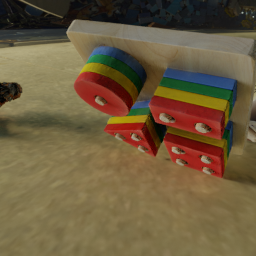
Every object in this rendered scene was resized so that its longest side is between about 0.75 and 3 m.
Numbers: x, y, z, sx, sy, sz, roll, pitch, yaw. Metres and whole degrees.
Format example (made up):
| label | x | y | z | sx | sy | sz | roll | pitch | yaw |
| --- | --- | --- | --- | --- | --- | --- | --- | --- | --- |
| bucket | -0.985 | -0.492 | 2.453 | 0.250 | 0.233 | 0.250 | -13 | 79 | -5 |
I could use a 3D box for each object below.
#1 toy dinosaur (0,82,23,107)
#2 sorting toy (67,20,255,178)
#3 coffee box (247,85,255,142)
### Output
| label | x | y | z | sx | sy | sz | roll | pitch | yaw |
| --- | --- | --- | --- | --- | --- | --- | --- | --- | --- |
| toy dinosaur | -4.426 | -0.655 | 7.754 | 2.807 | 1.434 | 1.905 | -35 | 3 | 7 |
| sorting toy | 0.532 | -0.298 | 4.962 | 2.905 | 2.922 | 1.017 | 17 | 68 | 26 |
| coffee box | 2.996 | -0.423 | 5.512 | 0.986 | 1.396 | 2.470 | 37 | -7 | -21 |
